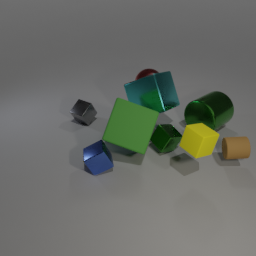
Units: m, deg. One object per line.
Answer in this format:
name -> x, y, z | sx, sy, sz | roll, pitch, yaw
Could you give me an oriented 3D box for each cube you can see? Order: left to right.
cube -> -1.819, -0.642, 11.499 | 0.700, 0.700, 0.700 | 20, 66, 28
cube -> -0.940, 0.936, 8.843 | 0.700, 0.700, 0.700 | -27, 31, 5
cube -> 0.045, -0.053, 9.238 | 1.400, 1.400, 1.400 | 20, -2, -3
cube -> 0.935, -1.263, 10.744 | 1.400, 1.400, 1.400 | -14, 6, 36
cube -> 1.329, 0.346, 9.737 | 0.700, 0.700, 0.700 | -2, 41, -43
cube -> 2.028, 0.349, 8.004 | 0.700, 0.700, 0.700 | -8, 34, -36

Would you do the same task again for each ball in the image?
ball -> 1.022, -2.187, 13.653 | 1.400, 1.400, 1.400 | 0, 30, 0

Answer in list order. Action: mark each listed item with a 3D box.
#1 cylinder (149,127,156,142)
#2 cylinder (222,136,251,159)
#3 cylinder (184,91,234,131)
cylinder -> 0.701, 0.058, 10.561 | 0.700, 0.700, 0.700 | -3, 30, -6
cylinder -> 3.412, 0.629, 8.878 | 0.700, 0.700, 0.700 | -3, 30, 4
cylinder -> 3.165, -0.594, 10.961 | 1.400, 1.400, 1.400 | -25, 39, -36
